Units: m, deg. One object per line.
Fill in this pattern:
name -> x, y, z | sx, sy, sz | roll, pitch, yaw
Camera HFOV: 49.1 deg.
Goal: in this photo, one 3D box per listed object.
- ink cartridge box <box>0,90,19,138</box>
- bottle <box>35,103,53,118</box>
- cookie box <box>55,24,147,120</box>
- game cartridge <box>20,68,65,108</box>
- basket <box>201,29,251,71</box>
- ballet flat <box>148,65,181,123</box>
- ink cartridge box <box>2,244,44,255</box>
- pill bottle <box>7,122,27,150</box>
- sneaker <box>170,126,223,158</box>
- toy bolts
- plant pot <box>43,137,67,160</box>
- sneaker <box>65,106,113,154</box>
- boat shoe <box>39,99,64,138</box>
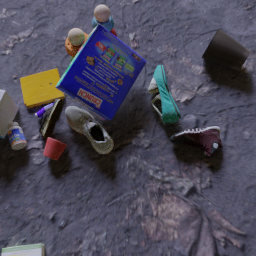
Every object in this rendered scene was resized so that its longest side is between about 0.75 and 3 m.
ink cartridge box -> -5.794, -0.736, 11.077 | 2.039, 1.489, 1.496 | 14, 67, 6
bottle -> -3.396, -0.696, 11.678 | 0.934, 0.305, 0.390 | -28, 111, -10
cookie box -> -1.057, -2.133, 11.129 | 2.445, 1.074, 2.859 | 34, 80, -18
game cartridge -> -3.724, -1.729, 12.174 | 1.701, 0.276, 1.499 | -16, 69, -4
basket -> 4.369, -3.340, 12.368 | 1.696, 1.153, 1.529 | 32, 79, 8
ballet flat -> 1.366, -1.434, 11.724 | 0.965, 0.923, 2.742 | -18, 67, 7
ink cartridge box -> -3.518, 4.956, 9.381 | 1.366, 0.450, 1.877 | -6, 66, -3
pill bottle -> -4.468, 0.298, 11.166 | 0.578, 0.578, 1.031 | -24, 70, -9
sneaker -> 2.754, 0.647, 10.936 | 2.077, 0.786, 1.199 | -10, 71, -5
toy bolts -> -1.189, -3.905, 12.175 | 2.530, 1.837, 2.649 | 21, 70, 8
plant pot -> -2.883, 0.830, 10.884 | 0.808, 0.808, 0.715 | 22, 80, 8
sneaker -> -1.546, -0.125, 11.020 | 2.535, 1.166, 0.959 | 40, 73, 15
boat shoe -> -3.121, -0.442, 11.166 | 0.545, 0.615, 1.681 | 28, 96, 18
